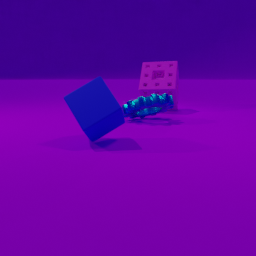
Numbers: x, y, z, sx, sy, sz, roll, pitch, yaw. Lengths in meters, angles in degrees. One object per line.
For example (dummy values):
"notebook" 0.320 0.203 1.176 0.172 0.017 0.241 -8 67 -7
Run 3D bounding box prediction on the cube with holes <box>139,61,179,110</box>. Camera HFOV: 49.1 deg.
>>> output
"cube with holes" 1.214 -1.567 10.537 1.289 1.289 1.289 1 -30 14

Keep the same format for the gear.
"gear" 0.580 -0.618 8.215 1.509 0.279 1.509 -11 -10 -2

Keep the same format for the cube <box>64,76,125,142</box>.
"cube" -0.626 -0.342 5.476 0.811 0.811 0.811 -31 -18 -6
